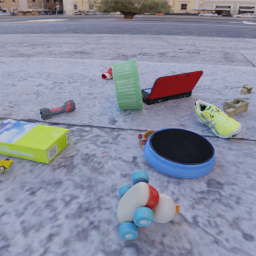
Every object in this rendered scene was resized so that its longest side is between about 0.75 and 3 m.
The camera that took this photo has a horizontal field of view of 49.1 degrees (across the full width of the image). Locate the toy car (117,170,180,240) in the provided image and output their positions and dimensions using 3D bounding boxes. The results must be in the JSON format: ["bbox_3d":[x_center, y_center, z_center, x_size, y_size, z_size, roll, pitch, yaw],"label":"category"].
[{"bbox_3d":[0.572,1.926,6.613,1.387,1.227,1.279,23,35,-20],"label":"toy car"}]

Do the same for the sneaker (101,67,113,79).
[{"bbox_3d":[-1.269,-3.419,17.321,0.831,0.564,1.439,-4,26,-11],"label":"sneaker"}]

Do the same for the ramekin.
[{"bbox_3d":[-0.020,-1.892,12.593,1.099,2.251,2.251,-8,27,2],"label":"ramekin"}]

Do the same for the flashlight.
[{"bbox_3d":[-3.082,-0.840,12.294,1.553,0.528,0.526,-17,32,-31],"label":"flashlight"}]

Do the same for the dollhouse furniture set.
[{"bbox_3d":[4.638,-1.274,12.338,1.385,1.225,0.770,-17,33,-31],"label":"dollhouse furniture set"}]

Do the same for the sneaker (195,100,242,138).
[{"bbox_3d":[3.290,-0.355,10.636,0.857,0.868,2.273,-44,38,-6],"label":"sneaker"}]

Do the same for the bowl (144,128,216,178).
[{"bbox_3d":[1.691,0.712,9.074,2.296,0.451,2.296,4,31,-2],"label":"bowl"}]

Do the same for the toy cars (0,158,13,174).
[{"bbox_3d":[-4.224,1.334,8.250,1.646,0.365,0.738,-22,33,-31],"label":"toy cars"}]

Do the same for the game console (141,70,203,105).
[{"bbox_3d":[1.898,-2.198,13.779,2.675,1.587,2.305,-13,30,-24],"label":"game console"}]

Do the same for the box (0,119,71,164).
[{"bbox_3d":[-3.524,0.399,9.749,2.584,0.616,1.576,9,28,16],"label":"box"}]

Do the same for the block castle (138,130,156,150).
[{"bbox_3d":[0.882,0.391,9.946,0.988,0.463,0.660,-7,27,-12],"label":"block castle"}]
